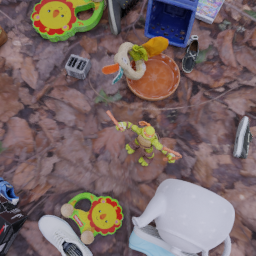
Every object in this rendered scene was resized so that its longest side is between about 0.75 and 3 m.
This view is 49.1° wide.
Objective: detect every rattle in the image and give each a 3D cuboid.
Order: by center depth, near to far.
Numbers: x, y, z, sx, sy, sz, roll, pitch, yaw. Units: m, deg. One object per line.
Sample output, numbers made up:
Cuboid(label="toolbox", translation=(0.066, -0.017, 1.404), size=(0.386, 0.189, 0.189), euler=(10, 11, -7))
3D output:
Cuboid(label="rattle", translation=(0.345, -2.511, 10.403), size=(1.699, 2.378, 1.548), euler=(4, 109, 29))

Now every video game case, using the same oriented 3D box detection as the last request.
Cuboid(label="video game case", translation=(3.545, -6.403, 13.152), size=(2.123, 0.267, 2.965), euler=(27, 73, 9))

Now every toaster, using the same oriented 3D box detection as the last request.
Cuboid(label="toaster", translation=(-2.084, -2.513, 11.613), size=(0.858, 0.563, 0.949), euler=(20, 72, 8))

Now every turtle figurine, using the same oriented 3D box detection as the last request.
Cuboid(label="turtle figurine", translation=(0.478, 0.375, 9.618), size=(2.790, 2.250, 0.898), euler=(29, 65, 6))

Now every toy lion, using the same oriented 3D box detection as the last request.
Cuboid(label="toy lion", translation=(-1.142, 2.984, 9.711), size=(1.736, 0.622, 1.811), euler=(-37, 74, -19))
Cuboid(label="toy lion", translation=(-2.689, -5.077, 12.423), size=(2.920, 1.003, 2.799), euler=(16, 78, 5))

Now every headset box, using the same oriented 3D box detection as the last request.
Cuboid(label="headset box", translation=(-4.980, 3.017, 9.085), size=(2.699, 1.042, 2.009), euler=(31, 94, 12))

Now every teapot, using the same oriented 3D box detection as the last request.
Cuboid(label="teapot", translation=(1.869, 2.962, 8.659), size=(2.703, 2.668, 1.974), euler=(16, 69, 25))

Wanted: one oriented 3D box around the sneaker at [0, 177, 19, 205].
Cuboid(label="sneaker", translation=(-4.483, 2.085, 9.857), size=(0.732, 0.658, 1.780), euler=(-40, 83, 10))

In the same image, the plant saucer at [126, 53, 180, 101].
Cuboid(label="plant saucer", translation=(1.024, -2.128, 11.590), size=(2.213, 0.357, 2.213), euler=(0, 71, 0))

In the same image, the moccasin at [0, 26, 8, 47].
Cuboid(label="moccasin", translation=(-6.076, -3.322, 11.692), size=(0.896, 0.945, 2.449), euler=(38, 75, 12))

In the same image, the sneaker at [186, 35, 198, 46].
Cuboid(label="sneaker", translation=(2.648, -3.814, 12.137), size=(0.783, 0.452, 0.288), euler=(-14, 73, -3))

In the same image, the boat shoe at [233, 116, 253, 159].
Cuboid(label="boat shoe", translation=(4.417, 0.370, 10.619), size=(0.517, 0.574, 1.624), euler=(15, 79, 6))

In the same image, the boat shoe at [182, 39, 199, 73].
Cuboid(label="boat shoe", translation=(2.658, -3.050, 11.843), size=(0.543, 0.511, 1.511), euler=(19, 73, 5))

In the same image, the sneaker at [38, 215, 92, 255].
Cuboid(label="sneaker", translation=(-2.084, 3.694, 9.275), size=(2.268, 0.803, 0.828), euler=(35, 74, 12))

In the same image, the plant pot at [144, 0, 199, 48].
Cuboid(label="plant pot", translation=(1.892, -4.801, 11.675), size=(1.918, 1.918, 1.725), euler=(19, 56, 8))

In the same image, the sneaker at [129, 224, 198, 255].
Cuboid(label="sneaker", translation=(1.151, 4.054, 9.260), size=(2.415, 0.893, 0.990), euler=(27, 102, 5))

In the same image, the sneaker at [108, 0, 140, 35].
Cuboid(label="sneaker", translation=(-0.115, -5.444, 12.387), size=(1.532, 1.079, 2.885), euler=(-2, 72, -5))
